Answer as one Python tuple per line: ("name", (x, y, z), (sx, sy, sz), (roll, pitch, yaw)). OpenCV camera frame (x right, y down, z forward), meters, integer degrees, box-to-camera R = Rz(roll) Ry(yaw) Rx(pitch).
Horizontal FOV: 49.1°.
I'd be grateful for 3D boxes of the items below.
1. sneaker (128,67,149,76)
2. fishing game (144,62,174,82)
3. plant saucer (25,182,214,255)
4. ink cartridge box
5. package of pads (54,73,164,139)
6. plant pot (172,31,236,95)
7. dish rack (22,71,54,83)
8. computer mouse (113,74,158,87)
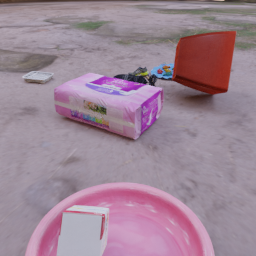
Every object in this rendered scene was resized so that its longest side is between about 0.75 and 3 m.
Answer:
("sneaker", (0.436, -2.455, 12.148), (0.886, 0.359, 0.327), (-10, 29, 3))
("fishing game", (1.831, -2.616, 12.313), (2.402, 0.373, 1.720), (-14, 33, -10))
("plant saucer", (-0.111, 1.898, 4.145), (2.646, 0.671, 2.646), (-1, 30, 0))
("ink cartridge box", (-0.620, 1.506, 4.130), (0.600, 0.603, 0.829), (4, -8, 2))
("package of pads", (-0.567, -0.790, 8.456), (2.946, 1.115, 1.775), (16, 35, 27))
("plant pot", (2.435, -2.195, 9.523), (1.663, 1.888, 1.886), (7, 5, 4))
("dish rack", (-3.735, -2.106, 11.715), (1.074, 0.234, 0.921), (7, 29, 13))
("computer mouse", (0.217, -1.638, 10.659), (1.706, 0.450, 1.181), (8, 44, 9))
